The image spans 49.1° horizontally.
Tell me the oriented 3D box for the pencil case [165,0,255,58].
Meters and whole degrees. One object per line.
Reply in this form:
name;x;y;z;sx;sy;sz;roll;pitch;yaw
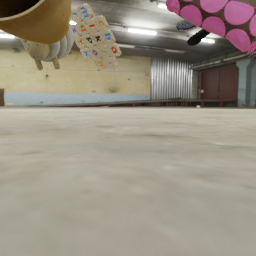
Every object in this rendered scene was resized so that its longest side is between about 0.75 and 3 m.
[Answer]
pencil case;1.898;-2.397;5.883;2.156;0.979;1.010;38;47;16

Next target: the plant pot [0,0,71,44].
plant pot;-1.761;-2.303;5.015;1.789;1.789;1.920;0;-7;4

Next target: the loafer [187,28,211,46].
loafer;2.015;-2.585;7.877;0.758;0.277;0.270;-28;22;26

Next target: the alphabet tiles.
alphabet tiles;-1.165;-3.020;9.530;0.165;2.263;2.213;-43;31;-27

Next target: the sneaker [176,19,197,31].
sneaker;2.031;-3.299;8.216;1.427;0.531;0.624;0;-35;34

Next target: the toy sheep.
toy sheep;-2.250;-2.611;8.048;1.531;1.531;2.221;1;39;8
